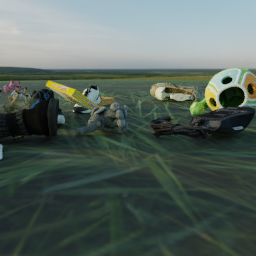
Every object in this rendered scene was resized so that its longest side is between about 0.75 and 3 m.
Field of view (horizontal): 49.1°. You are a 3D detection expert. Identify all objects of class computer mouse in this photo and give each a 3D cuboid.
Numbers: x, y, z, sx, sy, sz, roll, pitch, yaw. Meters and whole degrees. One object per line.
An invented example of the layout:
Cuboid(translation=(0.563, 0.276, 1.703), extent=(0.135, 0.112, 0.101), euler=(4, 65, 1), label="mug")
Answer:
Cuboid(translation=(1.888, -0.054, 7.202), extent=(2.725, 0.627, 1.913), euler=(-16, 15, -39), label="computer mouse")

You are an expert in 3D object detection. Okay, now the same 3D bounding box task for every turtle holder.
Cuboid(translation=(3.344, -1.181, 9.642), extent=(2.253, 1.712, 1.600), euler=(7, 19, 20), label="turtle holder")

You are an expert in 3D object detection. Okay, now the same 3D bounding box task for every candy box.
Cuboid(translation=(-1.939, -1.108, 9.555), extent=(2.104, 0.278, 1.075), euler=(24, -11, 49), label="candy box")

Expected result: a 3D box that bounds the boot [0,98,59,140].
Cuboid(translation=(-2.365, -0.149, 6.202), extent=(1.541, 0.775, 2.061), euler=(2, -13, -21), label="boot")

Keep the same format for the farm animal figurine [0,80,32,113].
Cuboid(translation=(-4.749, -1.005, 10.656), extent=(1.875, 1.168, 2.322), euler=(29, 22, 29), label="farm animal figurine")

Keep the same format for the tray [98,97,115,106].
Cuboid(translation=(-1.507, -1.232, 13.318), extent=(0.869, 0.326, 1.762), euler=(7, 13, 33), label="tray")

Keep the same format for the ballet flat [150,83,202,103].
Cuboid(translation=(2.363, -1.814, 14.798), extent=(2.978, 1.010, 1.121), euler=(9, 29, 28), label="ballet flat")

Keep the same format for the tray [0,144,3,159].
Cuboid(translation=(-3.509, 0.479, 5.319), extent=(2.050, 0.227, 1.101), euler=(-5, 14, -23), label="tray")

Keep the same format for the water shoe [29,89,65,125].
Cuboid(translation=(-2.728, -0.708, 8.934), extent=(0.961, 1.061, 2.689), euler=(-6, 13, -28), label="water shoe")

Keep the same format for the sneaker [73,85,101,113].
Cuboid(translation=(-1.707, -1.175, 11.400), extent=(0.737, 0.800, 1.999), euler=(7, 27, 11), label="sneaker")

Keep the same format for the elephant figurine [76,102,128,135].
Cuboid(translation=(-0.680, -0.229, 7.528), extent=(1.253, 0.886, 0.972), euler=(-13, -20, 14), label="elephant figurine")
